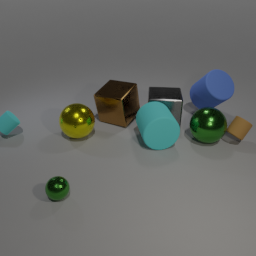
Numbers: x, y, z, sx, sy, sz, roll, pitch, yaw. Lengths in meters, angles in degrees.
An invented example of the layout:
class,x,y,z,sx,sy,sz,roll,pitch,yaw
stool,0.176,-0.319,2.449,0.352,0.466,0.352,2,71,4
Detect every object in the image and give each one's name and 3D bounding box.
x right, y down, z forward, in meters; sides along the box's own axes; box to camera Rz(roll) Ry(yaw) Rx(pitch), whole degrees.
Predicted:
class,x,y,z,sx,sy,sz,roll,pitch,yaw
ball,-2.009,-0.280,11.059,1.400,1.400,1.400,0,30,0
cylinder,-4.794,-0.207,11.121,0.700,0.700,0.700,-42,39,-2
cylinder,4.254,0.002,10.712,0.700,0.700,0.700,32,8,-5
cube,-0.444,-1.105,12.213,1.400,1.400,1.400,13,42,26
cylinder,1.110,-0.107,10.729,1.400,1.400,1.400,-5,30,-9
ball,3.075,-0.111,10.763,1.400,1.400,1.400,0,30,0
ball,-2.061,1.759,8.187,0.700,0.700,0.700,0,30,0
cylinder,3.656,-1.640,12.295,1.400,1.400,1.400,-12,-11,-21
cube,1.553,-0.862,12.059,1.400,1.400,1.400,2,30,4
